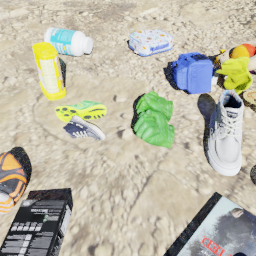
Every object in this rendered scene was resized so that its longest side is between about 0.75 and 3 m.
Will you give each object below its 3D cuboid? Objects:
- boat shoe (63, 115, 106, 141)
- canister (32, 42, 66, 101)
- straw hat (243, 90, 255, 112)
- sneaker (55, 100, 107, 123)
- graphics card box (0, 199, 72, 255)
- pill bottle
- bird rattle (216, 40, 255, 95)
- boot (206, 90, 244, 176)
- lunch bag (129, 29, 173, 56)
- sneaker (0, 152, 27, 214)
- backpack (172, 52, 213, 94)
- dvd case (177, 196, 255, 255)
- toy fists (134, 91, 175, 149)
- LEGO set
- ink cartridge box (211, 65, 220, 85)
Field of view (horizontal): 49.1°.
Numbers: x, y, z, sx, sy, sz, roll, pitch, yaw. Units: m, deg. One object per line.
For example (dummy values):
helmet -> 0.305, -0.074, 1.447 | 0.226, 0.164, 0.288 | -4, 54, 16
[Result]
boat shoe -> -1.433, 0.169, 8.980 | 1.446, 0.540, 0.671 | 28, 61, 31
canister -> -2.973, -2.148, 10.574 | 0.787, 1.819, 1.351 | -21, 46, -22
straw hat -> 4.808, -0.819, 9.972 | 1.429, 0.605, 1.429 | -2, 32, 1
sneaker -> -1.635, -0.587, 9.791 | 1.770, 0.656, 0.740 | -3, 25, -7
graphics card box -> -2.070, 2.483, 6.125 | 1.209, 0.490, 1.927 | -4, 41, 11
pill bottle -> -2.774, -4.040, 13.257 | 2.097, 1.162, 1.162 | 12, 42, 14
bird rattle -> 4.575, -2.724, 10.448 | 2.916, 1.643, 2.378 | -35, 32, 7
boot -> 2.962, -0.005, 8.453 | 1.032, 1.341, 2.806 | 5, 41, 6
lunch bag -> 1.117, -4.177, 13.748 | 2.060, 0.778, 1.650 | -23, 48, -25
sneaker -> -3.938, 1.287, 7.383 | 2.643, 1.025, 1.481 | 15, 38, 1
backpack -> 2.437, -2.267, 10.961 | 1.433, 1.387, 1.707 | -1, 31, -4
dvd case -> 2.227, 2.869, 5.937 | 1.972, 0.297, 2.702 | 31, 50, 31
toy fists -> 0.844, -0.356, 8.963 | 1.177, 0.794, 2.309 | 14, 43, -6
LEGO set -> 4.354, -2.900, 12.161 | 2.150, 0.882, 0.820 | -6, 41, -6
ink cartridge box -> 3.312, -2.270, 11.599 | 0.374, 0.643, 0.889 | -17, 43, -27
